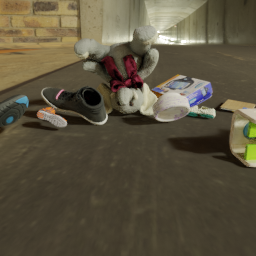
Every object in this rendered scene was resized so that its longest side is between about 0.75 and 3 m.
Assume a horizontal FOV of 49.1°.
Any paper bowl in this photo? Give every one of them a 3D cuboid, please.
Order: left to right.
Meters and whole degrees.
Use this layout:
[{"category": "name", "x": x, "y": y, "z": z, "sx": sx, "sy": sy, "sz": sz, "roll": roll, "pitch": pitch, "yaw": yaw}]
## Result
[{"category": "paper bowl", "x": 1.214, "y": -0.625, "z": 8.017, "sx": 1.039, "sy": 0.540, "sz": 1.039, "roll": -7, "pitch": -24, "yaw": -3}]

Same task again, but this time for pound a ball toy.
[{"category": "pound a ball toy", "x": 3.731, "y": -0.224, "z": 6.086, "sx": 2.705, "sy": 1.764, "sz": 1.149, "roll": -3, "pitch": 20, "yaw": -5}]

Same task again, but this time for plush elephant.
[{"category": "plush elephant", "x": -0.137, "y": -1.459, "z": 8.817, "sx": 2.408, "sy": 2.263, "sz": 2.923, "roll": -8, "pitch": -5, "yaw": 6}]

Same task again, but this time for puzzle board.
[{"category": "puzzle board", "x": 3.900, "y": -0.748, "z": 9.906, "sx": 0.986, "sy": 0.114, "sz": 1.308, "roll": 15, "pitch": 24, "yaw": 26}]

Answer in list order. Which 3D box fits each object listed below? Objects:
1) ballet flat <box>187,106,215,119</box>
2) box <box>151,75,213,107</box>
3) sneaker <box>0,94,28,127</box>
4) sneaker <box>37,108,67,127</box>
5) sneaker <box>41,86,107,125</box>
[{"category": "ballet flat", "x": 2.291, "y": -0.534, "z": 8.986, "sx": 1.042, "sy": 0.374, "sz": 0.374, "roll": 11, "pitch": 23, "yaw": 23}, {"category": "box", "x": 2.006, "y": -1.359, "z": 10.406, "sx": 1.376, "sy": 0.479, "sz": 2.311, "roll": -31, "pitch": 26, "yaw": -14}, {"category": "sneaker", "x": -3.362, "y": -0.307, "z": 6.773, "sx": 0.798, "sy": 0.713, "sz": 1.949, "roll": 40, "pitch": 63, "yaw": 23}, {"category": "sneaker", "x": -2.048, "y": -0.350, "z": 7.816, "sx": 0.862, "sy": 0.335, "sz": 0.483, "roll": 26, "pitch": 28, "yaw": -3}, {"category": "sneaker", "x": -1.549, "y": -0.907, "z": 8.072, "sx": 2.136, "sy": 1.059, "sz": 0.755, "roll": 24, "pitch": 59, "yaw": 7}]
